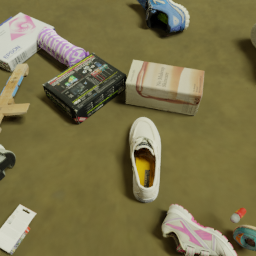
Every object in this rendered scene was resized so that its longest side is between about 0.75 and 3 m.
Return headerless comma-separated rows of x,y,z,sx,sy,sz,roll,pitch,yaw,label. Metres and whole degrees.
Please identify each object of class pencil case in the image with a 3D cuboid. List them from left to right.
-2.063,-2.516,8.787,1.803,0.757,0.771,37,66,23,pencil case

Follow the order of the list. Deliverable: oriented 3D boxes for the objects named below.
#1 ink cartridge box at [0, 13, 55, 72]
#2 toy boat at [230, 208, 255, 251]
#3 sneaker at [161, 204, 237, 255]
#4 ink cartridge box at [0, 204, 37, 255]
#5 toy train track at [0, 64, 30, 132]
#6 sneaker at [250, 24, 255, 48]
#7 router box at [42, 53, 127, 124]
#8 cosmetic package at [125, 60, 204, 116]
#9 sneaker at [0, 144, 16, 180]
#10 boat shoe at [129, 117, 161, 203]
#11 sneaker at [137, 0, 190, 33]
-3.942,-3.022,9.344,2.192,0.475,2.152,27,59,16,ink cartridge box
2.280,2.015,5.468,0.401,0.725,0.863,-24,90,-33,toy boat
1.331,2.256,5.507,1.620,0.659,0.715,29,60,29,sneaker
-2.335,2.098,5.837,0.478,0.221,0.878,23,56,16,ink cartridge box
-3.293,-0.791,7.811,1.593,0.452,2.778,-2,49,7,toy train track
4.646,-2.159,8.392,1.075,1.066,2.966,0,57,-8,sneaker
-1.182,-1.177,7.932,1.429,0.592,1.907,38,62,24,router box
0.997,-1.122,7.725,1.996,0.871,1.032,9,55,6,cosmetic package
-3.887,1.219,6.045,1.191,0.997,2.691,30,50,20,sneaker
0.401,0.554,6.583,0.795,0.783,2.243,2,55,2,boat shoe
0.984,-4.213,9.869,1.122,0.989,2.517,-28,59,-22,sneaker
